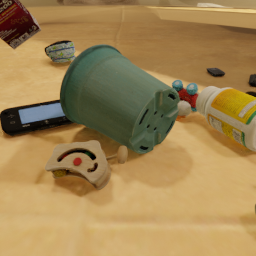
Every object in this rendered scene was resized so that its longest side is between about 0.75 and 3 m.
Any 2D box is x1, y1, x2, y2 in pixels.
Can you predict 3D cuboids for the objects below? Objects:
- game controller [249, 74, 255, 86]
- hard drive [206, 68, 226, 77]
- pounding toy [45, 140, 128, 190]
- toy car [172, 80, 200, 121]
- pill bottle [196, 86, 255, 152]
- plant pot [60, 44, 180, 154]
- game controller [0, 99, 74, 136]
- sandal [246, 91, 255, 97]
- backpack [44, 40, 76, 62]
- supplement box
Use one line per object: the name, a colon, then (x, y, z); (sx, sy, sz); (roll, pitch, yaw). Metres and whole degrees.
game controller: (5.799, -2.115, 12.549); (0.687, 0.277, 1.316); (25, 35, 12)
hard drive: (4.266, -2.723, 13.638); (0.624, 0.196, 0.925); (-6, 29, -10)
pounding toy: (-0.899, 0.992, 6.628); (1.823, 1.046, 1.043); (-6, 56, 8)
toy car: (1.815, -0.789, 9.565); (1.082, 1.128, 1.224); (20, 63, 32)
pill bottle: (3.147, -0.409, 8.255); (1.337, 1.337, 2.371); (-14, 31, -24)
plant pot: (-0.109, -0.713, 7.856); (2.531, 2.584, 2.584); (32, 42, 33)
game controller: (-2.744, -0.414, 9.087); (2.588, 0.545, 1.350); (-13, 31, -21)
sandal: (4.627, -0.440, 8.937); (0.729, 1.092, 2.672); (13, 16, -21)
backpack: (-3.528, -4.144, 15.132); (1.532, 1.444, 1.878); (-14, 2, -29)
supplement box: (-3.386, -3.111, 7.546); (1.059, 1.945, 0.592); (-33, 64, 6)
